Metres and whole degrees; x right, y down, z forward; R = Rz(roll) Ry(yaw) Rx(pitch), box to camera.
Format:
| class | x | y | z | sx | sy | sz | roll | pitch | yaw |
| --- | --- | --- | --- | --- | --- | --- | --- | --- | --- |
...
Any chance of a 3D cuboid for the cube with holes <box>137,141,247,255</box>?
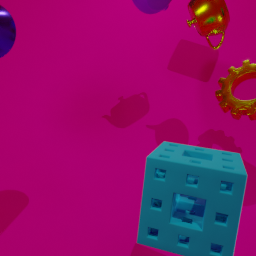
| class | x | y | z | sx | sy | sz | roll | pitch | yaw |
| --- | --- | --- | --- | --- | --- | --- | --- | --- | --- |
| cube with holes | 0.947 | 0.993 | 4.141 | 1.232 | 1.232 | 1.232 | 9 | 100 | 17 |

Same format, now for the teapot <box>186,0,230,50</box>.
| class | x | y | z | sx | sy | sz | roll | pitch | yaw |
| --- | --- | --- | --- | --- | --- | --- | --- | --- | --- |
| teapot | 1.635 | -2.487 | 6.034 | 0.816 | 1.036 | 1.667 | -25 | 100 | 13 |

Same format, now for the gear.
| class | x | y | z | sx | sy | sz | roll | pitch | yaw |
| --- | --- | --- | --- | --- | --- | --- | --- | --- | --- |
| gear | 2.802 | -0.892 | 6.449 | 1.494 | 0.276 | 1.494 | -18 | 53 | 26 |

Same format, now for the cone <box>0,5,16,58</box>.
| class | x | y | z | sx | sy | sz | roll | pitch | yaw |
| --- | --- | --- | --- | --- | --- | --- | --- | --- | --- |
| cone | -2.323 | -1.556 | 4.132 | 0.973 | 0.976 | 0.973 | 0 | 94 | 0 |

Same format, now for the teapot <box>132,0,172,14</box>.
| class | x | y | z | sx | sy | sz | roll | pitch | yaw |
| --- | --- | --- | --- | --- | --- | --- | --- | --- | --- |
| teapot | 0.466 | -3.333 | 6.390 | 1.206 | 1.939 | 0.949 | -49 | 54 | 7 |
